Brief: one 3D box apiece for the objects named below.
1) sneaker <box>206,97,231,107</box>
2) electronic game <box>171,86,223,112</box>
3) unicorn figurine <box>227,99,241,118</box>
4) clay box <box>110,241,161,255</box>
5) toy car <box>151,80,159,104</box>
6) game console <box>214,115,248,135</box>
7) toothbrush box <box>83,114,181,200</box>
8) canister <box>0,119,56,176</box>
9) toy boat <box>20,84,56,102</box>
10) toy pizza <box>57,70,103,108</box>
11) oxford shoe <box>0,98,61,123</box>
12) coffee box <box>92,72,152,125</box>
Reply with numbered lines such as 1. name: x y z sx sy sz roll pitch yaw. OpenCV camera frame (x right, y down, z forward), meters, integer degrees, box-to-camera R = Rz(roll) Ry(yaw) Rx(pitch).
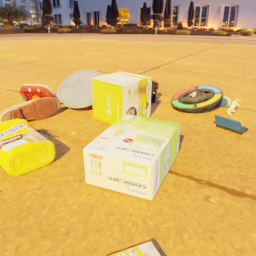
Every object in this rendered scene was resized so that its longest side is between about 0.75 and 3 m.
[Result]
1. sneaker: 4.334 -1.346 14.024 0.814 0.562 1.463 -7 20 -30
2. electronic game: 3.356 -1.479 13.755 2.536 0.528 2.536 -14 28 7
3. unicorn figurine: 4.884 -0.902 13.034 0.384 1.039 0.713 15 0 41
4. clay box: 0.057 2.662 5.291 1.224 0.291 0.703 -10 26 -22
5. toy car: 0.307 -1.834 14.516 2.614 1.282 0.870 -1 -9 -18
6. game console: 4.211 -0.231 11.393 0.978 0.678 1.145 -22 33 -39
7. toothbrush box: 0.256 0.711 8.583 2.058 1.217 2.827 10 27 22
8. canister: -3.632 0.578 9.220 1.678 0.978 2.259 -20 32 -38
9. toy boat: -4.550 -1.460 13.980 1.813 1.183 1.185 3 54 8
10. toy pizza: -2.238 -1.907 13.966 2.574 0.408 2.574 -5 53 7
11. oxford shoe: -4.372 -0.848 12.441 2.791 0.988 1.030 -19 28 -38
12. coffee box: -0.280 -1.300 12.292 1.888 1.885 1.867 20 31 37
